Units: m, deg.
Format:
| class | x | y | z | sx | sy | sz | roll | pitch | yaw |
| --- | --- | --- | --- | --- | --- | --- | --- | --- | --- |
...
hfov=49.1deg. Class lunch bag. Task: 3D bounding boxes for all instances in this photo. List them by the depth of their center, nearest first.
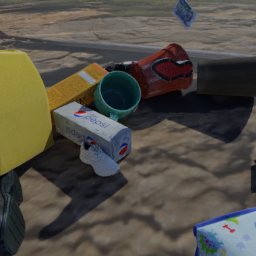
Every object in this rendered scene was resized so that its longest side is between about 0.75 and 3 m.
| class | x | y | z | sx | sy | sz | roll | pitch | yaw |
| --- | --- | --- | --- | --- | --- | --- | --- | --- | --- |
| lunch bag | 2.490 | 2.390 | 4.651 | 2.257 | 1.438 | 1.919 | -16 | 36 | -7 |

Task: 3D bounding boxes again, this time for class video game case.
| class | x | y | z | sx | sy | sz | roll | pitch | yaw |
| --- | --- | --- | --- | --- | --- | --- | --- | --- | --- |
| video game case | 2.325 | -4.687 | 11.474 | 0.119 | 1.015 | 0.923 | -4 | 53 | 58 |

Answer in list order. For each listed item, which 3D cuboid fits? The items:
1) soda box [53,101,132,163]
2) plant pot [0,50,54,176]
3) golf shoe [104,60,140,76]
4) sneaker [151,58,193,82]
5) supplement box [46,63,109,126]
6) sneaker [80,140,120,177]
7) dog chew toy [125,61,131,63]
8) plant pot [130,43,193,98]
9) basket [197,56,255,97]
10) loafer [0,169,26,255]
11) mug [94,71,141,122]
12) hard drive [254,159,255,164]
| class | x | y | z | sx | sy | sz | roll | pitch | yaw |
| --- | --- | --- | --- | --- | --- | --- | --- | --- | --- |
| soda box | -1.132 | 0.077 | 8.670 | 2.643 | 0.838 | 0.902 | 25 | 41 | 33 |
| plant pot | -3.791 | -0.696 | 7.444 | 2.726 | 2.807 | 2.744 | 9 | 15 | 13 |
| golf shoe | 0.032 | -2.433 | 12.256 | 2.768 | 1.076 | 1.308 | -3 | 13 | -30 |
| sneaker | 1.208 | -1.729 | 8.474 | 1.675 | 0.664 | 0.800 | -6 | 11 | -42 |
| supplement box | -1.942 | -1.238 | 10.037 | 0.980 | 0.948 | 2.850 | 39 | 55 | 17 |
| sneaker | -0.841 | 0.831 | 7.716 | 1.465 | 0.638 | 0.546 | 25 | 44 | 31 |
| dog chew toy | 0.094 | -2.865 | 13.337 | 0.678 | 0.678 | 1.088 | 10 | 26 | 14 |
| plant pot | 1.251 | -2.193 | 11.317 | 1.917 | 1.971 | 1.971 | -23 | 39 | -18 |
| basket | 3.974 | -2.041 | 11.213 | 2.346 | 1.596 | 2.116 | 1 | 1 | 12 |
| loafer | -2.793 | 1.863 | 6.076 | 0.872 | 0.878 | 2.411 | -19 | 28 | -13 |
| mug | -0.538 | -0.981 | 9.794 | 1.498 | 1.127 | 1.823 | 47 | 64 | -1 |
| hard drive | 4.060 | 0.792 | 7.836 | 0.871 | 0.608 | 0.165 | -13 | 72 | -16 |
